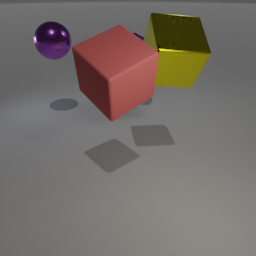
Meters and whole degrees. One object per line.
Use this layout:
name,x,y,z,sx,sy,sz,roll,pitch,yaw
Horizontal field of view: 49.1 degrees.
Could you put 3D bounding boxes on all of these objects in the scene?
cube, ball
cube,1.228,-2.097,7.724,1.400,1.400,1.400,1,59,-10
ball,-2.875,-3.336,10.722,1.400,1.400,1.400,0,28,0
cube,-0.288,-1.310,6.674,1.400,1.400,1.400,-33,61,-22

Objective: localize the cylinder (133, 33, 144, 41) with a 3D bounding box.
cylinder,0.547,-3.154,12.078,1.400,1.400,1.400,20,19,-25
